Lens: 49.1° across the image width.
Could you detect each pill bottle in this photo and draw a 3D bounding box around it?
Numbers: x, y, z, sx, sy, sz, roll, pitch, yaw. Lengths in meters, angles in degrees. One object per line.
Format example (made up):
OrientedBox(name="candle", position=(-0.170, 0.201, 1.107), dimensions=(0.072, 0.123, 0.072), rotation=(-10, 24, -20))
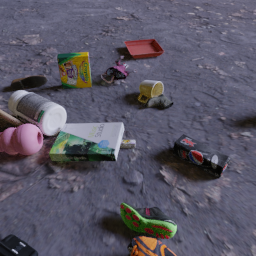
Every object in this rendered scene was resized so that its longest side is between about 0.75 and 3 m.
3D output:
OrientedBox(name="pill bottle", position=(-3.685, -0.671, 11.250), dimensions=(2.251, 1.273, 1.273), rotation=(25, 46, 27))

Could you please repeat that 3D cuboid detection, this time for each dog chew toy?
OrientedBox(name="dog chew toy", position=(-4.047, 0.454, 10.079), dimensions=(1.812, 1.128, 1.128), rotation=(-5, 39, 4))

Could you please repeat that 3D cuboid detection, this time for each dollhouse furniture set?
OrientedBox(name="dollhouse furniture set", position=(-5.627, 0.438, 10.557), dimensions=(2.335, 2.000, 2.455), rotation=(17, 77, 21))

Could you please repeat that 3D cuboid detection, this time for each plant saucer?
OrientedBox(name="plant saucer", position=(0.948, -4.801, 17.041), dimensions=(2.037, 0.374, 2.040), rotation=(-8, 39, -10))

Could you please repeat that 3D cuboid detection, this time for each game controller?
OrientedBox(name="game controller", position=(-2.914, 3.229, 7.344), dimensions=(1.141, 0.240, 0.595), rotation=(22, 29, 24))

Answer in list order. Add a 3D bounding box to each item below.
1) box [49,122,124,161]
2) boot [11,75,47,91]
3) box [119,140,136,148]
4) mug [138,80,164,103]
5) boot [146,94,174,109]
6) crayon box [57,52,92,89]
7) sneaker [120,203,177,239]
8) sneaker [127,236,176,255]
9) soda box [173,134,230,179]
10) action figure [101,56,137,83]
OrientedBox(name="box", position=(-1.456, 0.481, 10.271), dimensions=(2.406, 0.437, 1.737), rotation=(-2, 38, 12))
OrientedBox(name="boot", position=(-4.901, -2.351, 13.858), dimensions=(1.741, 0.641, 0.657), rotation=(-13, 37, -10))
OrientedBox(name="box", position=(-0.293, 0.589, 10.527), dimensions=(1.154, 0.239, 0.223), rotation=(0, 38, 1))
OrientedBox(name="mug", position=(0.947, -1.777, 12.972), dimensions=(0.927, 0.904, 1.129), rotation=(23, 38, 37))
OrientedBox(name="boot", position=(1.433, -1.097, 12.509), dimensions=(1.160, 0.393, 0.757), rotation=(-26, 51, -26))
OrientedBox(name="crayon box", position=(-2.544, -2.745, 13.484), dimensions=(1.439, 1.668, 0.486), rotation=(-4, 39, -5))
OrientedBox(name="sneaker", position=(0.550, 2.564, 7.923), dimensions=(1.727, 0.663, 0.723), rotation=(19, 21, 21))
OrientedBox(name="sneaker", position=(0.131, 3.439, 6.687), dimensions=(2.208, 0.856, 1.237), rotation=(-13, 36, -31))
OrientedBox(name="soda box", position=(2.526, 0.957, 9.792), dimensions=(1.869, 0.592, 0.661), rotation=(28, 47, 30))
OrientedBox(name="action figure", position=(-0.398, -2.923, 14.587), dimensions=(1.187, 1.320, 1.772), rotation=(48, 27, -11))
